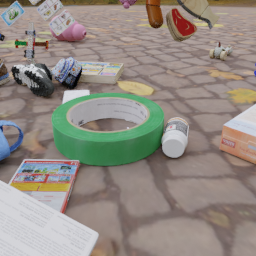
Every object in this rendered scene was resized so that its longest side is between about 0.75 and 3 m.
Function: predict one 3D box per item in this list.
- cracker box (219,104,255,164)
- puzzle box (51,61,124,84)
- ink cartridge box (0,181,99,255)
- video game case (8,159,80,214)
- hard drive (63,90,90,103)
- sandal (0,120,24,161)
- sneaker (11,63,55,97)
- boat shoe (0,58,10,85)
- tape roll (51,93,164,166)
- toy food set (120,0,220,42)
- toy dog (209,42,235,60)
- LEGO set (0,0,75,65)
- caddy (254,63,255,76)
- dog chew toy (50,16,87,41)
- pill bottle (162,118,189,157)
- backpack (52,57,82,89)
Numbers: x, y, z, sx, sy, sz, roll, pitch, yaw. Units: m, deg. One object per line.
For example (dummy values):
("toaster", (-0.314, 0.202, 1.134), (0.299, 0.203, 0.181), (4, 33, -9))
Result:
("cracker box", (3.526, 0.087, 6.598), (2.449, 0.706, 1.640), (-24, 36, -39))
("puzzle box", (-1.670, -2.334, 11.521), (2.758, 0.351, 1.835), (5, 29, 8))
("ink cartridge box", (-1.705, 1.735, 3.044), (1.976, 0.615, 2.456), (27, 34, 5))
("video game case", (-1.656, 1.125, 5.249), (1.205, 0.147, 1.685), (1, 28, 2))
("hard drive", (-1.661, -0.920, 9.067), (0.844, 0.162, 1.279), (-4, 28, -7))
("sandal", (-2.945, 0.428, 5.775), (1.070, 0.976, 2.457), (4, 29, -2))
("sneaker", (-3.144, -1.857, 10.061), (1.204, 0.884, 2.661), (-25, 35, -34))
("boat shoe", (-5.254, -1.779, 9.800), (0.983, 0.984, 2.720), (5, 28, 9))
("tape roll", (-0.478, -0.102, 7.012), (2.748, 0.660, 2.748), (0, 27, 0))
("toy food set", (0.464, -2.059, 4.383), (1.197, 1.883, 0.297), (-45, 6, -21))
("toy dog", (4.774, -4.010, 14.136), (1.158, 0.846, 1.756), (10, 30, 17))
("LEGO set", (-2.566, -2.748, 7.559), (1.985, 1.483, 0.487), (-39, -1, 6))
("caddy", (5.529, -2.313, 11.091), (0.546, 0.736, 1.041), (-17, 33, -20))
("dog chew toy", (-3.701, -6.192, 17.675), (2.434, 1.516, 1.516), (20, 33, 19))
("pill bottle", (1.096, 0.213, 6.486), (0.592, 0.592, 1.017), (7, 28, 12))
("backpack", (-2.214, -2.097, 10.262), (1.026, 0.830, 1.077), (-52, 44, -3))
